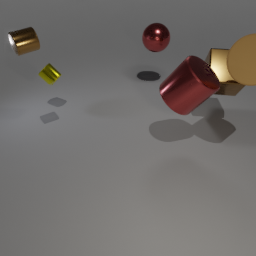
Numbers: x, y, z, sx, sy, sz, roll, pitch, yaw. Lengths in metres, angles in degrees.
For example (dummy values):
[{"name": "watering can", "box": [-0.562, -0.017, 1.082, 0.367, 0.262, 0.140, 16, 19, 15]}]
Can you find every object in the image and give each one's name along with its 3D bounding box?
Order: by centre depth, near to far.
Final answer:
[{"name": "cylinder", "box": [3.775, -1.958, 8.178, 1.400, 1.400, 1.400, 22, 21, 30]}, {"name": "cylinder", "box": [-3.156, -2.645, 8.543, 0.700, 0.700, 0.700, -27, 41, -24]}, {"name": "cylinder", "box": [1.971, -1.354, 9.047, 1.400, 1.400, 1.400, 23, 45, -25]}, {"name": "cube", "box": [3.806, -2.188, 11.154, 1.400, 1.400, 1.400, 5, -11, 5]}, {"name": "cylinder", "box": [-3.298, -2.255, 11.855, 0.700, 0.700, 0.700, -42, 16, 15]}, {"name": "ball", "box": [1.396, -4.472, 13.881, 1.400, 1.400, 1.400, 0, 33, 0]}]
